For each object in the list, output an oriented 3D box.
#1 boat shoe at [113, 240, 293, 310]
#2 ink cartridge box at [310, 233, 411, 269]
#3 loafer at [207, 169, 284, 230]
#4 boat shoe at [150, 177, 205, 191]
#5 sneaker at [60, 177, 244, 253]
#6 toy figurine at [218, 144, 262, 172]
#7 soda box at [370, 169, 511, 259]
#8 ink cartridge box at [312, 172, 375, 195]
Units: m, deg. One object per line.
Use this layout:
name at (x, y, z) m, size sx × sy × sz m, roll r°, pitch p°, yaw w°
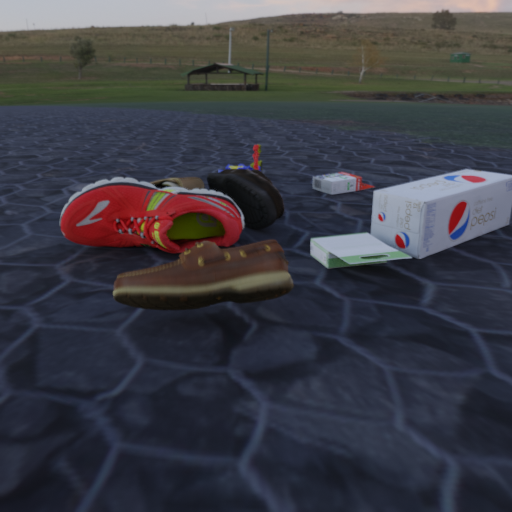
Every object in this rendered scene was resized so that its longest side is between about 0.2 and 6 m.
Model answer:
boat shoe at (-0.698, 0.234, 7.397) m, size 2.334 × 0.788 × 0.840 m, roll -5°, pitch -18°, yaw -12°
ink cartridge box at (1.712, 0.000, 9.407) m, size 1.133 × 0.373 × 1.557 m, roll -6°, pitch 20°, yaw -16°
loafer at (-0.117, -1.460, 12.079) m, size 1.114 × 1.140 × 3.124 m, roll -24°, pitch 25°, yaw -16°
boat shoe at (-1.923, -1.344, 12.357) m, size 2.049 × 0.758 × 0.680 m, roll -25°, pitch -6°, yaw -35°
sneaker at (-1.847, -0.636, 10.000) m, size 3.315 × 1.277 × 1.408 m, roll -3°, pitch 24°, yaw -8°
toy figurine at (-0.474, -2.567, 15.890) m, size 1.197 × 1.054 × 1.998 m, roll -4°, pitch 18°, yaw 5°
soda box at (3.743, -0.929, 11.006) m, size 3.379 × 1.076 × 1.151 m, roll -15°, pitch 25°, yaw -39°
ink cartridge box at (2.370, -1.986, 15.056) m, size 1.527 × 0.385 × 0.832 m, roll -12°, pitch 23°, yaw -28°
